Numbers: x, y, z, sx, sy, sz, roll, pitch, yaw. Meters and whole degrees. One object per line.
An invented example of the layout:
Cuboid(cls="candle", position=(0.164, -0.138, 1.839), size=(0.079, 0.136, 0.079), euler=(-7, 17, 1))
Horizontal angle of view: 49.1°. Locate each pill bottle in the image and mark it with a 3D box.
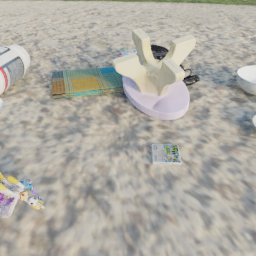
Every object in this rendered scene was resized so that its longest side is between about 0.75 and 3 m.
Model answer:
Cuboid(cls="pill bottle", position=(-4.602, -2.191, 10.234), size=(1.402, 1.402, 2.345), euler=(6, 32, 9))

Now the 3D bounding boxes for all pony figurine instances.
Cuboid(cls="pony figurine", position=(-2.097, 1.189, 5.114), size=(0.977, 1.012, 0.843), euler=(-5, 49, 40))

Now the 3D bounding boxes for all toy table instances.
Cuboid(cls="toy table", position=(0.815, -1.779, 8.797), size=(2.696, 1.718, 2.933), euler=(-31, 52, -22))

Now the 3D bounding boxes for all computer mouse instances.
Cuboid(cls="computer mouse", position=(1.323, -2.334, 11.191), size=(2.058, 0.783, 2.972), euler=(-9, 44, -14))

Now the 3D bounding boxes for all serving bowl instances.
Cuboid(cls="serving bowl", position=(4.868, -1.588, 9.981), size=(1.987, 0.654, 1.987), euler=(-1, 33, 0))

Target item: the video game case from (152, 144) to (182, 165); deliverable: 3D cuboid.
Cuboid(cls="video game case", position=(0.946, 0.655, 6.976), size=(0.690, 0.083, 0.757), euler=(1, 32, 2))

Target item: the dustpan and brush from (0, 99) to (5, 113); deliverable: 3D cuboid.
Cuboid(cls="dustpan and brush", position=(-5.302, -0.626, 8.361), size=(2.636, 0.754, 1.839), euler=(-5, 33, -7))

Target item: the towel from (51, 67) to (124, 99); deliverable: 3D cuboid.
Cuboid(cls="towel", position=(-1.360, -1.771, 10.625), size=(2.986, 0.324, 2.190), euler=(-7, 33, -9))

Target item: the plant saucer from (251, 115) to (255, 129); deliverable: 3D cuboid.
Cuboid(cls="plant saucer", position=(4.104, 0.038, 7.697), size=(1.392, 0.349, 1.392), euler=(-1, 32, 0))

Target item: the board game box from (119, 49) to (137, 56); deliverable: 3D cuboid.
Cuboid(cls="board game box", position=(-0.009, -3.741, 13.904), size=(0.758, 0.098, 0.757), euler=(8, 34, 12))
